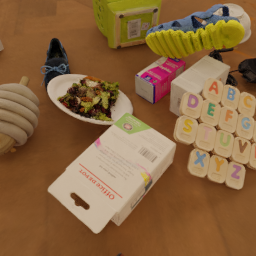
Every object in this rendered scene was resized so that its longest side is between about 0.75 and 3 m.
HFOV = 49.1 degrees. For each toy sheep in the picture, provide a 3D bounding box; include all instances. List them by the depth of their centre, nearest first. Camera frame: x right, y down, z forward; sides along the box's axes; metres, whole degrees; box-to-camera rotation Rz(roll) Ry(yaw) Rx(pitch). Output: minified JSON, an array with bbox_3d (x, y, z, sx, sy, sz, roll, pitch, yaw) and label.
[{"bbox_3d":[-3.262,-0.401,7.686,1.713,1.713,2.485,7,68,5],"label":"toy sheep"}]

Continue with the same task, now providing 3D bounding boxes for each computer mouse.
[{"bbox_3d":[4.221,-2.111,9.552,2.951,0.679,2.072,-13,48,-5],"label":"computer mouse"}]

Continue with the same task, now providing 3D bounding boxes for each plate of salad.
[{"bbox_3d":[-1.020,-0.999,8.196,2.578,0.619,2.578,17,34,-12],"label":"plate of salad"}]

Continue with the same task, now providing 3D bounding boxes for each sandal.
[{"bbox_3d":[1.960,-2.955,8.507,2.896,1.151,1.261,-1,62,21],"label":"sandal"}]

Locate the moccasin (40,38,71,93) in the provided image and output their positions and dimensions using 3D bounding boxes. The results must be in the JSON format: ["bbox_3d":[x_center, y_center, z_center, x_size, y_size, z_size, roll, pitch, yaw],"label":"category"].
[{"bbox_3d":[-2.434,-1.962,9.227,1.031,0.873,2.561,-13,55,-9],"label":"moccasin"}]

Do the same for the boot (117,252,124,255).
[{"bbox_3d":[0.161,3.440,5.531,1.543,0.528,1.452,18,56,12],"label":"boot"}]

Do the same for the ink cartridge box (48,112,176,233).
[{"bbox_3d":[-0.315,1.133,6.915,1.679,0.965,2.867,34,60,22],"label":"ink cartridge box"}]

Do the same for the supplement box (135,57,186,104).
[{"bbox_3d":[1.053,-1.609,9.013,1.561,0.807,0.790,-38,57,-26],"label":"supplement box"}]

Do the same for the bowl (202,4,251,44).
[{"bbox_3d":[3.891,-4.168,10.843,1.947,0.875,1.947,0,53,0],"label":"bowl"}]

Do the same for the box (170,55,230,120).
[{"bbox_3d":[2.111,-1.152,8.370,1.630,1.241,0.867,-38,57,-24],"label":"box"}]

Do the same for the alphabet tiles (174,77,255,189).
[{"bbox_3d":[2.523,0.104,7.285,2.723,0.199,2.663,20,74,-13],"label":"alphabet tiles"}]

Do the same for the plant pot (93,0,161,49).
[{"bbox_3d":[-0.008,-4.257,10.162,2.200,2.211,2.006,-14,63,-10],"label":"plant pot"}]

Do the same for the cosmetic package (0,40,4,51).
[{"bbox_3d":[-5.564,-3.211,10.396,1.778,0.450,0.734,27,58,18],"label":"cosmetic package"}]
